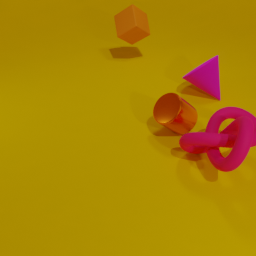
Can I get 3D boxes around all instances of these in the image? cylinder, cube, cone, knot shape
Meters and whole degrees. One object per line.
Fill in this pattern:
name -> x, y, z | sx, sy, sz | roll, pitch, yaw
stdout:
cylinder -> 1.181, -0.349, 6.975 | 0.822, 0.822, 0.822 | 27, 16, -43
cube -> 0.153, -3.709, 10.120 | 0.885, 0.885, 0.885 | -18, -16, 36
cone -> 2.474, -1.337, 8.443 | 1.204, 1.209, 1.204 | -33, 5, 3
knot shape -> 2.047, 0.230, 5.836 | 1.811, 0.837, 1.694 | -25, 14, 4
